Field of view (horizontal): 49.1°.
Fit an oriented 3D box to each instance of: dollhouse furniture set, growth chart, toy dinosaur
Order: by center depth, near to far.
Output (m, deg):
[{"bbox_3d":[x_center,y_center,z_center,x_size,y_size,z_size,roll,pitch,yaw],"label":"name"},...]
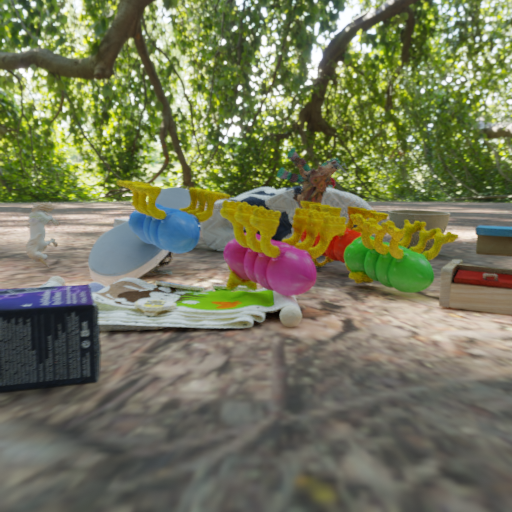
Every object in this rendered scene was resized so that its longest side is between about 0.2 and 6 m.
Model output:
[{"bbox_3d":[2.818,-0.103,5.281,2.009,1.416,1.408,5,8,27],"label":"dollhouse furniture set"},{"bbox_3d":[-0.913,0.443,5.676,2.877,0.255,2.082,1,7,-9],"label":"growth chart"},{"bbox_3d":[0.836,-0.930,8.392,0.543,1.265,0.857,1,36,-4],"label":"toy dinosaur"}]

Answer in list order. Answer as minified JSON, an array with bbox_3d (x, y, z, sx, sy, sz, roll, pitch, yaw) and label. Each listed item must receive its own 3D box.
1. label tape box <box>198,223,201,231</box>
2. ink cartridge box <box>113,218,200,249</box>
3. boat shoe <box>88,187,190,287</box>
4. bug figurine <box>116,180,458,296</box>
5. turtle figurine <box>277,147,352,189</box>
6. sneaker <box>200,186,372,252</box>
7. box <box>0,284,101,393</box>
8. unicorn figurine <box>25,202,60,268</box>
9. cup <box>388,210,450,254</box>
[{"bbox_3d":[-1.630,-0.910,16.510,0.633,0.278,0.877,4,8,31],"label":"label tape box"},{"bbox_3d":[-1.879,-0.441,11.219,0.995,0.577,1.709,10,10,37],"label":"ink cartridge box"},{"bbox_3d":[-1.532,-0.124,7.849,0.888,0.822,2.406,12,33,7],"label":"boat shoe"},{"bbox_3d":[0.398,-0.158,6.922,3.958,1.018,3.069,3,10,-33],"label":"bug figurine"},{"bbox_3d":[1.173,-1.545,11.340,1.410,1.056,0.710,27,-24,-7],"label":"turtle figurine"},{"bbox_3d":[0.716,-0.826,11.380,3.329,1.329,2.166,-9,13,15],"label":"sneaker"},{"bbox_3d":[-1.599,0.533,3.731,1.027,0.536,0.760,-2,8,-20],"label":"box"},{"bbox_3d":[-3.514,-0.313,9.142,0.430,1.164,0.800,-16,-4,7],"label":"unicorn figurine"},{"bbox_3d":[3.011,-0.432,10.454,1.107,0.792,1.107,1,10,0],"label":"cup"}]
